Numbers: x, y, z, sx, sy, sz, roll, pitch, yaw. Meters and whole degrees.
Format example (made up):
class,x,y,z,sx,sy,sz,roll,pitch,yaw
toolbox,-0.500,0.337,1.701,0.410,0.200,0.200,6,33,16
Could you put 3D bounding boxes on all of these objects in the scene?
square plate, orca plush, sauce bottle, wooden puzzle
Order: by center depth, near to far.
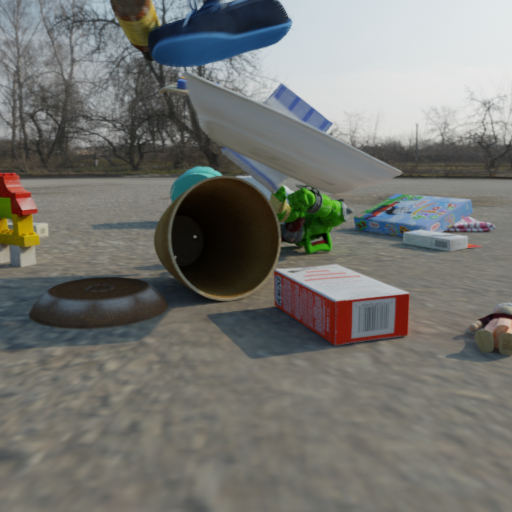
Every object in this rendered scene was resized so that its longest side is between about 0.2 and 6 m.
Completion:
class,x,y,z,sx,sy,sz,roll,pitch,yaw
square plate,0.358,-1.563,8.174,2.922,0.420,2.950,24,3,-3
sauce bottle,-1.697,-3.400,8.286,0.578,0.578,1.752,0,-1,-1
wooden puzzle,-1.386,-3.877,12.904,1.437,0.333,1.331,8,23,2
orca plush,0.741,-1.420,15.688,3.389,1.783,1.205,1,-21,9

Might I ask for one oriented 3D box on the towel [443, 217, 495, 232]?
class,x,y,z,sx,sy,sz,roll,pitch,yaw
towel,5.066,-0.903,15.090,2.220,0.332,1.624,0,11,1

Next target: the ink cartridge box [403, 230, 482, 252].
class,x,y,z,sx,sy,sz,roll,pitch,yaw
ink cartridge box,4.056,-0.358,12.200,1.126,0.286,1.278,-8,13,-32

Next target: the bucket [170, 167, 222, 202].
class,x,y,z,sx,sy,sz,roll,pitch,yaw
bucket,-1.658,-1.741,16.300,1.707,1.707,1.110,0,14,3

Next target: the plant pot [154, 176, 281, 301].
class,x,y,z,sx,sy,sz,roll,pitch,yaw
plant pot,-0.807,-0.251,8.277,1.683,1.683,1.806,-6,4,-29

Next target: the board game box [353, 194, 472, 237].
class,x,y,z,sx,sy,sz,roll,pitch,yaw
board game box,3.932,-1.028,14.203,1.769,0.428,2.339,-28,24,-30

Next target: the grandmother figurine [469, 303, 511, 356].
class,x,y,z,sx,sy,sz,roll,pitch,yaw
grandmother figurine,2.648,0.747,5.979,0.671,0.335,1.106,15,18,23

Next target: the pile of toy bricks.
class,x,y,z,sx,sy,sz,roll,pitch,yaw
pile of toy bricks,-6.088,-0.929,10.215,4.236,2.091,2.350,7,12,32

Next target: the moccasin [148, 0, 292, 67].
class,x,y,z,sx,sy,sz,roll,pitch,yaw
moccasin,-0.608,-3.451,8.457,2.357,0.804,0.948,-21,-3,-31

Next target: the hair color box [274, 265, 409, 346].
class,x,y,z,sx,sy,sz,roll,pitch,yaw
hair color box,0.934,0.523,6.603,0.923,0.532,1.664,-4,12,-19

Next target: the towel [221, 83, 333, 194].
class,x,y,z,sx,sy,sz,roll,pitch,yaw
towel,0.369,-2.089,9.926,1.253,1.706,0.203,40,-4,3

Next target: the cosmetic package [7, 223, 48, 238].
class,x,y,z,sx,sy,sz,roll,pitch,yaw
cosmetic package,-5.540,-0.611,13.449,0.931,0.331,0.490,3,10,14

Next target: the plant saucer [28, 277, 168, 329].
class,x,y,z,sx,sy,sz,roll,pitch,yaw
plant saucer,-1.987,0.540,7.141,1.716,0.314,1.716,0,9,0

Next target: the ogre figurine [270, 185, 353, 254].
class,x,y,z,sx,sy,sz,roll,pitch,yaw
ogre figurine,0.779,-0.661,11.184,1.539,2.567,1.259,6,51,-27
